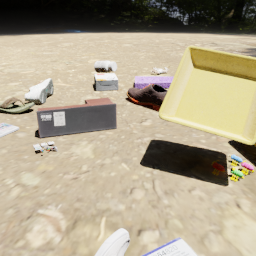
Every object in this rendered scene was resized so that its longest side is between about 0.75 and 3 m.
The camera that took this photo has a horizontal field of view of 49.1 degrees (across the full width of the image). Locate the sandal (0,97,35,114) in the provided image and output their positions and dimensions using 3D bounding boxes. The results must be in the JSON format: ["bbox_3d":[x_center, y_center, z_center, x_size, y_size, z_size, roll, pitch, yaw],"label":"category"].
[{"bbox_3d":[-4.759,-0.952,11.207,2.000,0.571,0.794,3,24,8],"label":"sandal"}]

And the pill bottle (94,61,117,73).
[{"bbox_3d":[-0.916,-2.514,11.532,0.864,0.494,0.494,6,23,30],"label":"pill bottle"}]

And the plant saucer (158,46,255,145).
[{"bbox_3d":[2.171,-0.799,6.862,2.247,0.545,2.248,18,71,19],"label":"plant saucer"}]

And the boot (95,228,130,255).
[{"bbox_3d":[-0.230,2.217,4.080,0.747,0.575,1.563,20,38,26],"label":"boot"}]

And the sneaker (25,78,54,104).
[{"bbox_3d":[-4.009,-1.743,12.797,0.892,0.783,2.227,-1,24,6],"label":"sneaker"}]

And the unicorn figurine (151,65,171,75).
[{"bbox_3d":[1.997,-3.588,17.533,0.876,0.471,1.275,22,45,22],"label":"unicorn figurine"}]

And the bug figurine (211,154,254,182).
[{"bbox_3d":[2.704,0.974,7.148,1.089,0.280,0.844,-15,28,-32],"label":"bug figurine"}]

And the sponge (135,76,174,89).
[{"bbox_3d":[1.597,-2.423,14.857,2.498,0.373,1.393,1,23,1],"label":"sponge"}]

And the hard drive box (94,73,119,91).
[{"bbox_3d":[-1.152,-2.396,14.548,1.135,0.559,1.457,-4,24,-10],"label":"hard drive box"}]

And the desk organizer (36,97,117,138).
[{"bbox_3d":[-1.745,-0.412,9.565,2.576,0.924,0.992,-7,22,-17],"label":"desk organizer"}]

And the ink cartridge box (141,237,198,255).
[{"bbox_3d":[0.455,2.575,3.139,2.319,0.472,2.324,-14,29,-26],"label":"ink cartridge box"}]

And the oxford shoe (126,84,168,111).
[{"bbox_3d":[0.975,-1.473,11.884,0.963,0.981,2.705,-21,31,-40],"label":"oxford shoe"}]

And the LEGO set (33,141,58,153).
[{"bbox_3d":[-2.426,0.602,8.243,0.602,0.198,0.806,-11,14,-23],"label":"LEGO set"}]

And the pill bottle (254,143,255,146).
[{"bbox_3d":[4.285,0.248,7.289,1.502,1.502,2.681,-5,24,-11],"label":"pill bottle"}]

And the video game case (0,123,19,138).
[{"bbox_3d":[-4.298,0.086,9.412,0.817,0.106,0.898,13,28,28],"label":"video game case"}]
